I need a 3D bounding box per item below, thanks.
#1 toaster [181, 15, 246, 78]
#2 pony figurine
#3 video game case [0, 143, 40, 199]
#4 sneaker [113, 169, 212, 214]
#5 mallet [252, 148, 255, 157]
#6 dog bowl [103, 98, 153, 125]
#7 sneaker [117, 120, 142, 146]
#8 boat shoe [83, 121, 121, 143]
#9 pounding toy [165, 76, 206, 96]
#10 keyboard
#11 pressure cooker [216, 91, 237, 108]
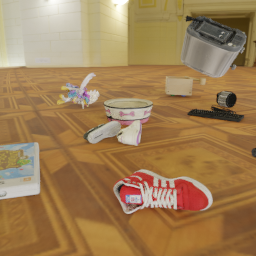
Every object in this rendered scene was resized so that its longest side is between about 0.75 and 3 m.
[{"bbox_3d":[3.543,-3.562,12.409,2.905,1.876,1.651,28,55,15],"label":"toaster"},{"bbox_3d":[-2.636,-1.901,15.378,2.125,1.769,2.051,12,52,26],"label":"pony figurine"},{"bbox_3d":[-3.601,1.044,7.051,2.615,0.317,2.873,-5,17,-17],"label":"video game case"},{"bbox_3d":[0.568,1.319,5.470,1.917,0.683,1.078,5,12,42],"label":"sneaker"},{"bbox_3d":[3.902,0.904,7.714,0.465,0.291,1.412,0,20,-1],"label":"mallet"},{"bbox_3d":[0.007,-0.740,12.295,2.152,0.794,2.152,0,16,0],"label":"dog bowl"},{"bbox_3d":[0.057,0.107,9.714,0.822,0.618,1.650,2,16,6],"label":"sneaker"},{"bbox_3d":[-0.915,0.071,9.910,0.556,0.565,1.567,18,26,37],"label":"boat shoe"},{"bbox_3d":[3.792,-2.761,18.504,2.583,1.182,2.269,3,15,4],"label":"pounding toy"},{"bbox_3d":[4.082,-0.766,12.977,2.410,0.478,1.255,11,20,30],"label":"keyboard"},{"bbox_3d":[5.203,-1.558,15.005,0.841,0.828,0.941,-17,22,-28],"label":"pressure cooker"}]
